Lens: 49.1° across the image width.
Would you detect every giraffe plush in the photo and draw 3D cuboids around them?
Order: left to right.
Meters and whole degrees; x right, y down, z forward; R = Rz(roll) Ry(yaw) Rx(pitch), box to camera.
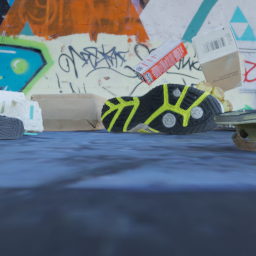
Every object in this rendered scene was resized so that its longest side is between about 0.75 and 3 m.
[{"bbox_3d":[2.484,-0.535,9.987,1.907,1.645,1.546,-36,-3,-10],"label":"giraffe plush"}]

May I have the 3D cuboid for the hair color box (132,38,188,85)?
[{"bbox_3d":[1.221,-2.585,10.821,1.964,0.602,0.997,-39,32,-2],"label":"hair color box"}]

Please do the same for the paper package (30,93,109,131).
[{"bbox_3d":[-1.527,-0.421,8.015,1.825,0.991,1.915,0,1,9],"label":"paper package"}]

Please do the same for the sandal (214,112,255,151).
[{"bbox_3d":[1.191,0.074,2.597,0.449,0.323,1.131,1,-14,45],"label":"sandal"}]

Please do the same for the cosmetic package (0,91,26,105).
[{"bbox_3d":[-5.732,-0.720,10.776,2.142,0.734,2.841,-29,-13,28],"label":"cosmetic package"}]

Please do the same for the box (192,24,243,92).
[{"bbox_3d":[3.162,-2.224,9.690,1.262,1.033,2.658,-18,-23,20],"label":"box"}]

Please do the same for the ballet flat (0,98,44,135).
[{"bbox_3d":[-2.485,-0.254,6.112,0.841,0.841,2.344,-1,1,-43],"label":"ballet flat"}]

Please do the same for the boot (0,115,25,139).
[{"bbox_3d":[-2.261,-0.063,4.378,1.064,0.424,1.291,12,0,-30],"label":"boot"}]

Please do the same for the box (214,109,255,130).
[{"bbox_3d":[3.716,-0.221,8.061,1.813,0.572,2.299,0,1,-4],"label":"box"}]

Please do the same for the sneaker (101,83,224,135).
[{"bbox_3d":[0.717,-0.382,6.031,2.729,1.029,1.043,3,3,36],"label":"sneaker"}]
